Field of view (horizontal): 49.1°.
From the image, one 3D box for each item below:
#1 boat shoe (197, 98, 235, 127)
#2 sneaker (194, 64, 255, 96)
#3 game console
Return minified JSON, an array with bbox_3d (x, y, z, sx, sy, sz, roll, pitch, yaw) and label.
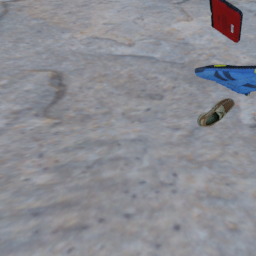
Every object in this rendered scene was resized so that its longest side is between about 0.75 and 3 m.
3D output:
[{"bbox_3d":[1.977,-0.300,6.151,0.922,0.349,0.340,-37,19,-3],"label":"boat shoe"},{"bbox_3d":[2.232,-0.993,5.935,1.716,0.673,0.566,11,26,30],"label":"sneaker"},{"bbox_3d":[2.103,-2.557,5.782,1.100,1.277,0.758,45,98,20],"label":"game console"}]
